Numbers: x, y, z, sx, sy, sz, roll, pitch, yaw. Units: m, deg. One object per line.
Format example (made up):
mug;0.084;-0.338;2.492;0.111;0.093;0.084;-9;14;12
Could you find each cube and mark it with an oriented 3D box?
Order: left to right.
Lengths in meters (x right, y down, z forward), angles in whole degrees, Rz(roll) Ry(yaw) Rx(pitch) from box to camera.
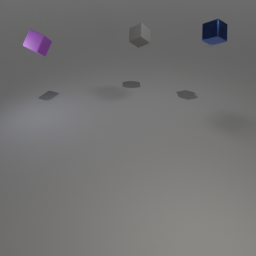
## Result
cube;-3.612;-3.399;11.225;0.700;0.700;0.700;26;4;10
cube;0.533;-4.119;12.511;0.700;0.700;0.700;-9;-16;38
cube;3.373;-3.709;10.892;0.700;0.700;0.700;6;-4;-42
